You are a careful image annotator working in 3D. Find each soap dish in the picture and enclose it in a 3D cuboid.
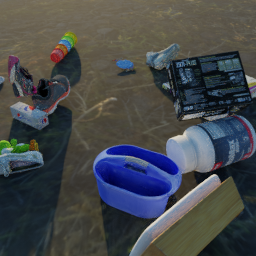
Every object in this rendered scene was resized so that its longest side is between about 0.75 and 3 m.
[{"bbox_3d":[1.321,2.318,6.274,2.515,1.979,1.021,-27,61,-31],"label":"soap dish"}]

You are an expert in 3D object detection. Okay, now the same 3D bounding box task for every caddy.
[{"bbox_3d":[0.237,1.370,7.964,2.520,1.323,1.781,15,38,19],"label":"caddy"}]

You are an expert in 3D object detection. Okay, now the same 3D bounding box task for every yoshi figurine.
[{"bbox_3d":[-3.819,0.650,9.473,1.426,0.801,0.798,-11,25,-11],"label":"yoshi figurine"}]

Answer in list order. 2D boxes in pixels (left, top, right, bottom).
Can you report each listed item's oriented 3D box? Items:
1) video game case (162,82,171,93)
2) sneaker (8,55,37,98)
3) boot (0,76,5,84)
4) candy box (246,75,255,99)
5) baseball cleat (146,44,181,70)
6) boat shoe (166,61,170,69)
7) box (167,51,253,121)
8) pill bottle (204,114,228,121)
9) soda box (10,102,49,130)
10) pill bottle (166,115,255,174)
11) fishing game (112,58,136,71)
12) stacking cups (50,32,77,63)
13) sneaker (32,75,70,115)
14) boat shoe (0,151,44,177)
[{"bbox_3d":[2.421,-1.968,13.403,1.182,0.212,1.071,-20,41,-25],"label":"video game case"},{"bbox_3d":[-3.977,-1.943,10.490,0.801,2.144,0.864,-5,67,-11],"label":"sneaker"},{"bbox_3d":[-6.748,-2.384,13.554,0.533,0.693,1.450,29,45,33],"label":"boot"},{"bbox_3d":[4.579,-2.097,13.086,1.754,0.785,2.573,-21,42,-27],"label":"candy box"},{"bbox_3d":[1.904,-4.168,15.766,1.438,0.942,2.703,20,40,24],"label":"baseball cleat"},{"bbox_3d":[2.230,-3.467,15.392,0.276,0.251,0.751,2,37,3],"label":"boat shoe"},{"bbox_3d":[2.549,-1.328,9.014,2.211,0.952,1.811,-10,76,-2],"label":"box"},{"bbox_3d":[3.261,-1.562,11.873,1.398,1.398,2.633,-6,36,-8],"label":"pill bottle"},{"bbox_3d":[-3.923,-0.506,11.142,1.614,0.551,0.512,21,41,26],"label":"soda box"},{"bbox_3d":[2.588,0.568,8.894,2.517,1.505,1.505,-15,39,-18],"label":"pill bottle"},{"bbox_3d":[-0.178,-3.498,15.495,0.971,0.211,1.356,-27,52,-31],"label":"fishing game"},{"bbox_3d":[-3.932,-4.827,16.749,0.899,0.899,2.971,7,38,9],"label":"stacking cups"},{"bbox_3d":[-3.313,-1.733,12.125,1.097,1.166,2.848,-1,39,9],"label":"sneaker"},{"bbox_3d":[-3.549,1.159,8.863,1.673,0.617,0.537,-8,32,-22],"label":"boat shoe"}]
